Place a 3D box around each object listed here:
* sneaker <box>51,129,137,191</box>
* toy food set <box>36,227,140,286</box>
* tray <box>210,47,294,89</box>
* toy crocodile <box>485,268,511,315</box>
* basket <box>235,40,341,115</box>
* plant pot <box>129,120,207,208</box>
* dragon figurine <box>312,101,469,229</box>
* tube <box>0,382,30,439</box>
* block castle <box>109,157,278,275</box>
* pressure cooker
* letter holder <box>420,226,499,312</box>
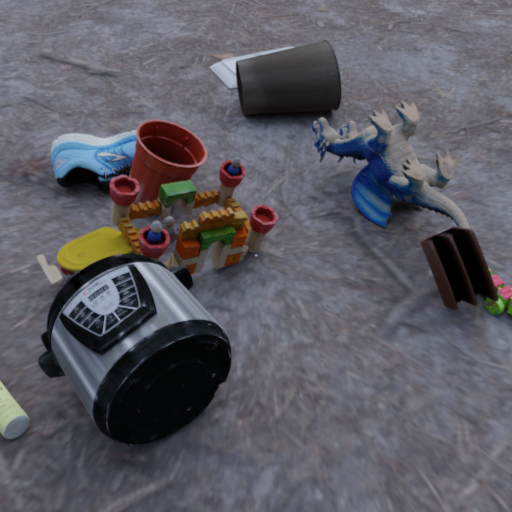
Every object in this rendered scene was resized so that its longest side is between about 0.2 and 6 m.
[{"bbox_3d":[-2.937,-1.862,11.897,2.746,1.076,1.235,-5,62,-2],"label":"sneaker"},{"bbox_3d":[-2.813,0.115,9.818,1.883,0.615,1.108,-28,40,-31],"label":"toy food set"},{"bbox_3d":[0.265,-5.542,16.208,2.921,0.324,1.569,-18,44,-19],"label":"tray"},{"bbox_3d":[3.947,0.501,9.447,0.522,0.477,1.546,-21,46,-21],"label":"toy crocodile"},{"bbox_3d":[0.725,-4.385,14.073,2.339,1.591,2.109,-9,47,-4],"label":"basket"},{"bbox_3d":[-1.854,-1.688,10.985,1.400,1.362,1.400,18,41,-16],"label":"plant pot"},{"bbox_3d":[2.697,-1.452,10.932,1.266,2.138,4.301,-24,70,-23],"label":"dragon figurine"},{"bbox_3d":[-3.756,1.997,7.909,1.489,0.386,0.432,30,8,33],"label":"tube"},{"bbox_3d":[-1.081,-0.761,9.773,2.614,1.226,1.747,-14,56,-32],"label":"block castle"},{"bbox_3d":[-1.719,1.125,7.657,2.025,2.056,2.302,6,28,-47],"label":"pressure cooker"},{"bbox_3d":[3.224,0.224,8.881,0.616,1.225,0.871,-23,7,-1],"label":"letter holder"}]
